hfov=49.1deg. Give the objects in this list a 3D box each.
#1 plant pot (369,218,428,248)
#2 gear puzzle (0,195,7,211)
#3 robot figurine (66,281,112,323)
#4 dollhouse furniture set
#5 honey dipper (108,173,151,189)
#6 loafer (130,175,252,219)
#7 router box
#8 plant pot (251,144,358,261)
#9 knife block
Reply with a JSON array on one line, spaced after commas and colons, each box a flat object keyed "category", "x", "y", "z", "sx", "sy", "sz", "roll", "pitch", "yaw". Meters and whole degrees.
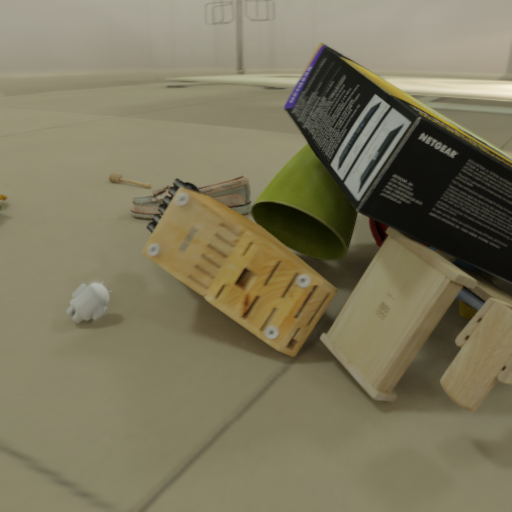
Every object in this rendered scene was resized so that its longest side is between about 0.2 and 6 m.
[{"category": "plant pot", "x": 2.444, "y": -0.544, "z": 9.201, "sx": 0.926, "sy": 1.017, "sz": 1.017, "roll": -28, "pitch": 3, "yaw": 37}, {"category": "gear puzzle", "x": -5.826, "y": -0.721, "z": 10.726, "sx": 1.606, "sy": 0.406, "sz": 3.100, "roll": -1, "pitch": 20, "yaw": 3}, {"category": "robot figurine", "x": -2.161, "y": 0.597, "z": 7.279, "sx": 0.510, "sy": 0.340, "sz": 0.602, "roll": 43, "pitch": 75, "yaw": 12}, {"category": "dollhouse furniture set", "x": 2.335, "y": 0.990, "z": 6.172, "sx": 2.314, "sy": 1.510, "sz": 2.184, "roll": 16, "pitch": 20, "yaw": -36}, {"category": "honey dipper", "x": -3.013, "y": -1.779, "z": 13.384, "sx": 1.213, "sy": 0.230, "sz": 0.230, "roll": 15, "pitch": 27, "yaw": 27}, {"category": "loafer", "x": -1.315, "y": -1.235, "z": 11.337, "sx": 2.460, "sy": 0.774, "sz": 0.885, "roll": -3, "pitch": 23, "yaw": -6}, {"category": "router box", "x": 2.716, "y": -0.979, "z": 7.374, "sx": 4.277, "sy": 1.117, "sz": 3.363, "roll": 21, "pitch": 25, "yaw": -24}, {"category": "plant pot", "x": 1.036, "y": -1.087, "z": 8.938, "sx": 1.637, "sy": 1.637, "sz": 1.749, "roll": 16, "pitch": 68, "yaw": 33}, {"category": "knife block", "x": -0.243, "y": -0.012, "z": 7.889, "sx": 3.075, "sy": 0.984, "sz": 2.700, "roll": 34, "pitch": 8, "yaw": 14}]
